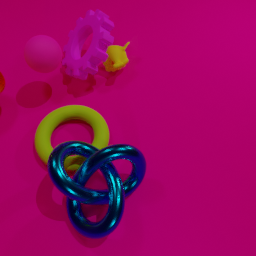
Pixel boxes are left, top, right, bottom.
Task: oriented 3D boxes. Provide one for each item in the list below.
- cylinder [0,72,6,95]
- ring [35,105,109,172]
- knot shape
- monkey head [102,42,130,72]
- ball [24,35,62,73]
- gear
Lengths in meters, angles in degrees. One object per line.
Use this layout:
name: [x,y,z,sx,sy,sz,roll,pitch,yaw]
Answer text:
cylinder: [-3.626,-0.902,6.619,1.065,1.065,1.065,29,40,-28]
ring: [-1.337,0.211,6.722,1.771,0.354,1.771,0,60,0]
knot shape: [-0.743,0.998,5.700,1.908,0.942,2.039,38,77,-2]
monkey head: [-0.372,-1.908,7.620,1.117,0.804,0.673,-24,104,2]
ball: [-2.035,-1.768,6.731,0.884,0.884,0.884,0,60,0]
gear: [-1.099,-2.203,7.434,0.336,1.817,1.817,18,48,-42]
